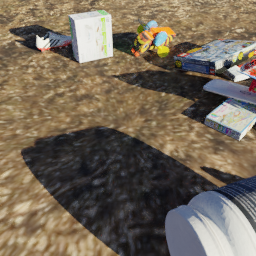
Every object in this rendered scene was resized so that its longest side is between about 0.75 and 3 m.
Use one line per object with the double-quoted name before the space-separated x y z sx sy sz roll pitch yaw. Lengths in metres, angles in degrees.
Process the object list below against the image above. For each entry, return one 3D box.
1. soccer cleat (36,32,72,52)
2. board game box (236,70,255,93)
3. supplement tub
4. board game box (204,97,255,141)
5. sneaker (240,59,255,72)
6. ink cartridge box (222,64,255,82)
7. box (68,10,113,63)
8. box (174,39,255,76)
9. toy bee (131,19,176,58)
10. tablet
"soccer cleat" -3.049 -3.713 11.723 1.668 0.711 0.572 -24 45 -26
"board game box" 3.997 -0.830 7.485 2.151 0.530 2.723 19 19 -3
"supplement tub" 1.925 1.630 4.329 2.319 1.627 1.627 -13 40 -17
"board game box" 3.027 -0.340 7.882 1.043 0.266 1.552 31 48 32
"sneaker" 3.857 -1.990 8.826 0.444 0.277 0.829 -2 -4 -43
"ink cartridge box" 4.014 -2.079 9.998 1.137 0.269 0.910 -17 41 -12
"box" -1.394 -3.485 10.707 1.440 1.632 0.789 -18 41 -20
"box" 3.246 -2.667 10.291 2.642 0.527 1.809 -27 34 -30
"toy bee" 0.761 -3.551 11.184 2.586 1.406 1.693 9 45 -41
"tablet" 3.621 -1.067 8.583 2.342 0.160 1.524 21 28 24
